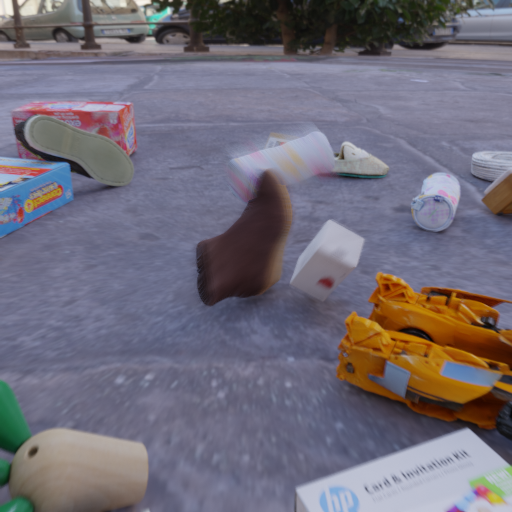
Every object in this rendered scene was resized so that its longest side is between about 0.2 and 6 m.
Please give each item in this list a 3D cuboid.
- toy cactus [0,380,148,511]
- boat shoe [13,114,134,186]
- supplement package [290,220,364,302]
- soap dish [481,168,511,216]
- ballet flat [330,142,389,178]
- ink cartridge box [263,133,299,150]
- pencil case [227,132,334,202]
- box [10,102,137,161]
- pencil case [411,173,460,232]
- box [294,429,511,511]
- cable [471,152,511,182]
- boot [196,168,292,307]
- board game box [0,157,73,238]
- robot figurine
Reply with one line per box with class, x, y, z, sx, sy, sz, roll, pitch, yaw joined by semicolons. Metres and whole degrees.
toy cactus;-2.164;1.833;4.299;2.573;1.594;3.118;10;16;-26
boat shoe;-3.994;-2.335;12.531;0.838;0.992;2.783;9;-11;40
supplement package;0.963;0.087;7.734;0.574;0.947;0.567;28;49;-4
soap dish;5.467;-1.294;11.154;1.485;1.169;0.603;-4;69;-10
ballet flat;1.936;-2.454;13.958;2.778;0.866;0.937;4;24;8
ink cartridge box;0.581;-2.410;13.640;0.883;1.072;0.403;16;-11;34
pencil case;0.430;-1.570;9.837;1.880;0.781;0.853;-22;-1;-21
box;-4.945;-3.437;15.447;2.956;1.411;1.474;2;24;4
pencil case;3.574;-1.092;11.089;0.811;0.743;1.788;18;28;18
box;1.578;2.331;3.887;1.804;0.476;2.314;-10;25;-21
cable;6.110;-2.211;13.846;1.522;0.527;1.522;0;24;1
boot;-0.180;-0.287;7.757;0.660;1.826;1.519;6;12;39
board game box;-5.854;-1.198;11.189;3.065;0.857;3.001;7;25;16
robot figurine;2.612;1.120;5.988;3.189;0.928;2.312;11;28;24
